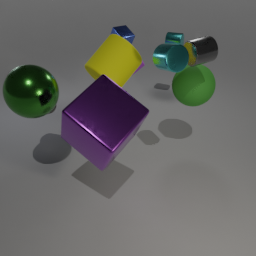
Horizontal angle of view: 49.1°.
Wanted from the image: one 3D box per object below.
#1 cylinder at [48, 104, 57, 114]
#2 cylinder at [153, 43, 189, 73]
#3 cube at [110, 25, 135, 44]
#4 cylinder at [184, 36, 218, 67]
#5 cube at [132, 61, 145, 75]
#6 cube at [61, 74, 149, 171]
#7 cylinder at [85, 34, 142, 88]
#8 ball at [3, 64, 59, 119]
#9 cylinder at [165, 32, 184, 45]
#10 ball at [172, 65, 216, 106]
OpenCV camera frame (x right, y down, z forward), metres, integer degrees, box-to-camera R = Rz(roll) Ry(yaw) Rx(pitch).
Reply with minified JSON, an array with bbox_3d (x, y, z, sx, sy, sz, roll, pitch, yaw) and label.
[{"bbox_3d":[-2.760,-0.741,8.895,0.700,0.700,0.700,-10,21,39],"label":"cylinder"},{"bbox_3d":[1.113,-1.844,7.342,0.700,0.700,0.700,-14,22,-21],"label":"cylinder"},{"bbox_3d":[-0.264,-3.697,11.537,0.700,0.700,0.700,-23,67,-34],"label":"cube"},{"bbox_3d":[1.987,-2.114,7.723,0.700,0.700,0.700,-19,36,-17],"label":"cylinder"},{"bbox_3d":[0.088,-2.579,10.733,0.700,0.700,0.700,-37,50,17],"label":"cube"},{"bbox_3d":[-0.591,-0.089,6.618,1.400,1.400,1.400,39,62,5],"label":"cube"},{"bbox_3d":[-0.484,-2.124,9.343,1.400,1.400,1.400,33,82,41],"label":"cylinder"},{"bbox_3d":[-2.525,-0.949,7.344,1.400,1.400,1.400,0,32,0],"label":"ball"},{"bbox_3d":[2.066,-3.861,12.410,0.700,0.700,0.700,13,35,20],"label":"cylinder"},{"bbox_3d":[2.152,-1.410,9.220,1.400,1.400,1.400,0,32,0],"label":"ball"}]
